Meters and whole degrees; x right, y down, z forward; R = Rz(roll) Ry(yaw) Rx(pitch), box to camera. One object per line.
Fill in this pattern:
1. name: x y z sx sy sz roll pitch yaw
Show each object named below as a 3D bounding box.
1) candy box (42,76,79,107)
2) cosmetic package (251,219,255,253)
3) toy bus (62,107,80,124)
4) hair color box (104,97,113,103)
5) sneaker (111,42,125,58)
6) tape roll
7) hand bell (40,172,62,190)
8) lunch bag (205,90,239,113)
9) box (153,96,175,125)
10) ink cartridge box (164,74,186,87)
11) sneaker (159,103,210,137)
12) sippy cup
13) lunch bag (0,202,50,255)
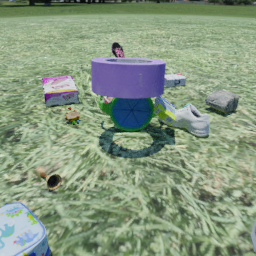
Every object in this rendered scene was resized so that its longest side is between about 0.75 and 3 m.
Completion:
1. candy box: -3.577 -1.992 14.649 1.675 0.749 2.456 -8 30 -16
2. cosmetic package: 3.379 2.433 6.392 0.864 0.862 0.531 5 28 10
3. toy bus: -2.487 -0.481 12.241 0.770 0.398 0.726 24 52 -14
4. hair color box: -0.638 -1.108 13.380 0.687 0.414 1.353 -11 30 -18
5. sneaker: -0.326 -2.949 11.419 0.505 1.279 0.610 -20 -1 -4
6. tape roll: 0.002 -1.830 9.874 2.605 1.107 2.605 1 17 0
7. hand bell: -2.497 1.525 8.655 0.497 0.497 0.955 -24 25 -37
8. lunch bag: 4.380 -1.228 13.128 1.029 0.855 1.227 -18 33 -35
9. box: 1.396 -0.735 10.695 0.844 0.330 1.384 35 28 -11
10. ink cartridge box: 2.680 -2.794 16.405 1.155 0.482 0.839 -8 30 -15
11. sneaker: 2.334 -0.553 11.653 2.453 1.085 0.923 23 37 39
12. sippy cup: 0.093 -1.054 11.803 2.382 1.870 1.745 36 19 -21
13. lunch bag: -2.864 2.647 6.013 2.065 0.851 1.660 -25 36 -39
